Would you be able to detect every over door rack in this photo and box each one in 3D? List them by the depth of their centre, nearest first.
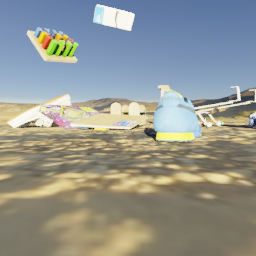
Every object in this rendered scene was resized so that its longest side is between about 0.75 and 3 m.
[{"bbox_3d":[3.467,-0.634,11.165,2.955,0.984,2.183,-24,-12,39],"label":"over door rack"}]

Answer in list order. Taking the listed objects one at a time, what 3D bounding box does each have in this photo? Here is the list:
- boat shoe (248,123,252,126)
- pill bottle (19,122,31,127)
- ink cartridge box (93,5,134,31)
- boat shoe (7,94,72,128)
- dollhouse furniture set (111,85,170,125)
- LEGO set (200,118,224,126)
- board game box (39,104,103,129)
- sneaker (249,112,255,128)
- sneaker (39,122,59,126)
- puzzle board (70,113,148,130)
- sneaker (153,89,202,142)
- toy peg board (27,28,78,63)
[{"bbox_3d":[6.160,-0.252,13.016,1.055,0.315,0.377,2,3,35],"label":"boat shoe"},{"bbox_3d":[-4.342,-0.344,11.674,0.603,0.603,1.086,-1,2,-18],"label":"pill bottle"},{"bbox_3d":[-0.537,-4.190,10.625,1.430,0.602,1.034,10,25,-7],"label":"ink cartridge box"},{"bbox_3d":[-3.313,-0.494,11.143,1.002,0.981,2.830,-5,19,47],"label":"boat shoe"},{"bbox_3d":[0.697,-1.157,14.797,2.980,1.980,2.612,0,2,11],"label":"dollhouse furniture set"},{"bbox_3d":[3.438,-0.271,12.770,1.285,0.422,1.720,-6,6,-38],"label":"LEGO set"},{"bbox_3d":[-1.928,-0.464,10.972,1.571,0.423,2.618,25,16,34],"label":"board game box"},{"bbox_3d":[4.717,-0.244,9.662,0.956,0.817,2.170,-18,-5,19],"label":"sneaker"},{"bbox_3d":[-3.478,-0.376,12.860,1.696,0.596,0.680,0,5,-26],"label":"sneaker"},{"bbox_3d":[-0.537,-0.218,9.791,1.969,0.227,2.613,4,11,15],"label":"puzzle board"},{"bbox_3d":[1.004,-0.247,5.405,0.772,0.918,2.341,-1,0,17],"label":"sneaker"},{"bbox_3d":[-2.116,-2.548,8.242,1.165,1.160,0.570,-11,-30,-51],"label":"toy peg board"}]
